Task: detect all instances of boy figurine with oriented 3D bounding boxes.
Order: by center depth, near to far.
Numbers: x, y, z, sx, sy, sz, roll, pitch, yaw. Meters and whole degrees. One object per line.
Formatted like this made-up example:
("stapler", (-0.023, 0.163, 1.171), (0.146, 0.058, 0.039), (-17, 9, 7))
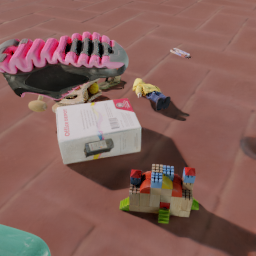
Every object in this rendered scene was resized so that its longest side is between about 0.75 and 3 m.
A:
("boy figurine", (0.770, -1.392, 11.095), (1.185, 0.614, 1.907), (-15, 38, -36))

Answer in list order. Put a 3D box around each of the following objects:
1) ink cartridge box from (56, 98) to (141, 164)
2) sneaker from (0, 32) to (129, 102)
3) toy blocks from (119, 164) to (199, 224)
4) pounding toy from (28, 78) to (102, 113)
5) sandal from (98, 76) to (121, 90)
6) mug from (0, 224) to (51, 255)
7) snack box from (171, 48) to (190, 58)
("ink cartridge box", (-0.964, 0.033, 9.007), (2.456, 1.051, 1.813), (-10, 40, -9))
("sneaker", (-1.290, -1.103, 5.615), (2.711, 1.293, 1.071), (1, 44, 11))
("toy blocks", (0.812, 1.501, 6.918), (2.032, 1.389, 1.015), (4, 39, 6))
("pounding toy", (-2.047, -1.329, 10.219), (1.642, 1.648, 2.873), (18, 42, 27))
("sandal", (-0.796, -2.029, 12.117), (1.281, 0.366, 0.509), (-32, 49, -33))
("mug", (-2.148, 2.675, 5.052), (1.429, 1.899, 2.312), (18, 36, -2))
("snack box", (2.720, -3.942, 14.682), (0.365, 0.124, 1.016), (-27, 46, -29))
